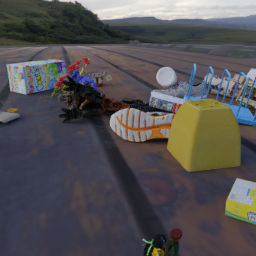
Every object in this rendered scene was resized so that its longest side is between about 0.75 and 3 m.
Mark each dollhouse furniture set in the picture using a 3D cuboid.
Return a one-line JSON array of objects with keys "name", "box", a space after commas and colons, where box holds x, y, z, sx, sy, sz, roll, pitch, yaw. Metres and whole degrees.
[{"name": "dollhouse furniture set", "box": [5.036, -1.084, 10.626, 1.720, 1.081, 1.945, 20, 13, -20]}]

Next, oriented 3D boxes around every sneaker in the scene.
[{"name": "sneaker", "box": [0.616, -0.063, 7.717, 2.237, 0.876, 0.864, 6, 6, 9]}, {"name": "sneaker", "box": [2.067, -1.531, 11.297, 2.286, 0.937, 0.854, -2, 20, -2]}]

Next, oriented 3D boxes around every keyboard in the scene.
[{"name": "keyboard", "box": [0.142, -0.862, 10.316, 2.055, 0.407, 1.070, -7, 21, -20]}]

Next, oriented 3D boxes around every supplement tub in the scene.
[{"name": "supplement tub", "box": [1.575, -2.015, 11.302, 0.754, 0.754, 1.040, 4, 4, 12]}]

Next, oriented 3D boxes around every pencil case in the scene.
[{"name": "pencil case", "box": [4.317, -1.832, 12.203, 0.999, 0.869, 2.234, -30, 34, -34]}]

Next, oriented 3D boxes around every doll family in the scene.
[{"name": "doll family", "box": [0.364, 1.606, 3.144, 0.492, 0.725, 1.253, 4, 21, 9]}]

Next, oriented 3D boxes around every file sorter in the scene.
[{"name": "file sorter", "box": [3.114, -1.177, 9.260, 2.286, 1.403, 1.586, 13, 23, 8]}]

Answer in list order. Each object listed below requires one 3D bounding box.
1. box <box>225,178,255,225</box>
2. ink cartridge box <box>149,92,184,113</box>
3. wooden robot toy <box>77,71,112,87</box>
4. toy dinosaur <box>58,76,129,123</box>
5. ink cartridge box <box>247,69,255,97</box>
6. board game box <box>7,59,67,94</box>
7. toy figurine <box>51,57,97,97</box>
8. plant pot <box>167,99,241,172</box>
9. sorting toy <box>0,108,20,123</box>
[{"name": "box", "box": [2.424, 1.297, 4.546, 1.451, 0.351, 0.851, 9, 21, 30]}, {"name": "ink cartridge box", "box": [1.592, -0.876, 10.217, 1.587, 0.399, 0.864, 15, 21, 0]}, {"name": "wooden robot toy", "box": [-1.705, -2.421, 14.513, 1.775, 0.782, 0.806, -4, -15, -9]}, {"name": "toy dinosaur", "box": [-1.309, -0.976, 9.515, 2.776, 1.418, 1.884, -14, -4, 28]}, {"name": "ink cartridge box", "box": [6.728, -1.957, 12.604, 2.870, 0.642, 2.529, 13, 30, 31]}, {"name": "board game box", "box": [-4.313, -2.522, 13.512, 1.260, 1.282, 2.445, 15, 25, 34]}, {"name": "toy figurine", "box": [-1.975, -1.492, 11.382, 1.299, 1.475, 2.462, -35, -4, -41]}, {"name": "plant pot", "box": [1.752, 0.062, 6.446, 1.300, 1.338, 1.308, -5, 21, -13]}, {"name": "sorting toy", "box": [-4.117, -0.334, 9.178, 0.835, 0.202, 1.482, 12, 23, 18]}]
